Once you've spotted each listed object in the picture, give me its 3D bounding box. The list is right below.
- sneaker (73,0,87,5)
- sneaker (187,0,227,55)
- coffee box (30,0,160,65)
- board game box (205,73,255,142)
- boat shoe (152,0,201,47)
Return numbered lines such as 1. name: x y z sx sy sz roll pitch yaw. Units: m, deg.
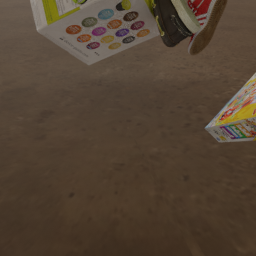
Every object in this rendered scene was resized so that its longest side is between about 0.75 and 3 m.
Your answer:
1. sneaker: -1.113 -3.042 5.511 0.429 1.197 0.496 -19 0 32
2. sneaker: 1.865 -2.823 7.433 0.578 1.622 0.912 1 35 -41
3. coffee box: -0.965 -4.160 8.462 2.913 2.945 2.941 -18 -11 18
4. board game box: 1.625 -0.387 3.085 0.307 1.796 1.207 44 85 1
5. boat shoe: 1.069 -3.313 7.618 1.063 0.898 2.983 31 36 -34
